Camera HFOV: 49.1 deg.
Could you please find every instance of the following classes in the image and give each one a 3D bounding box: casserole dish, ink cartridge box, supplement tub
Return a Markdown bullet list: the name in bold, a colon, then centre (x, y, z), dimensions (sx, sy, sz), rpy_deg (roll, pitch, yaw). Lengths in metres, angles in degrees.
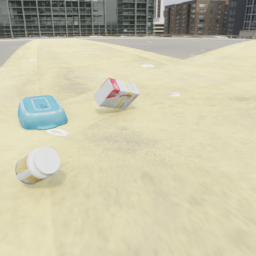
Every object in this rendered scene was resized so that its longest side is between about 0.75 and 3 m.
- **casserole dish**: centre (-2.876, -0.606, 9.288), dimensions (1.481, 0.474, 2.445), rpy_deg (-9, 27, -22)
- **ink cartridge box**: centre (-0.358, -1.117, 9.386), dimensions (1.257, 0.913, 0.524), rpy_deg (3, 53, -45)
- **supplement tub**: centre (-1.669, 0.698, 5.162), dimensions (0.794, 0.574, 0.574), rpy_deg (-26, 1, 41)
